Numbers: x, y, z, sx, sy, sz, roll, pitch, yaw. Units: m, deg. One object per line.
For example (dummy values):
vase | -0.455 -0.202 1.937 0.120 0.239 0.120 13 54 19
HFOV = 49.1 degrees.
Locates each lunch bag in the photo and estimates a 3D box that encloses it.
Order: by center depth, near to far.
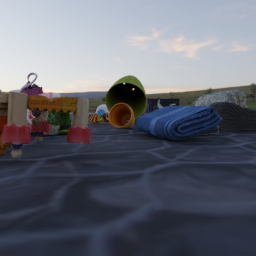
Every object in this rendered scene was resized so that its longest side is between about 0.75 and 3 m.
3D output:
lunch bag | 4.148 -0.856 12.805 1.772 1.472 2.112 -24 15 -33

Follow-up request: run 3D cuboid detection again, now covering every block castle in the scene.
block castle | -1.569 -0.070 4.490 1.303 0.915 1.950 2 4 -38

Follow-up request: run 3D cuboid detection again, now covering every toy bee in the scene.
toy bee | -1.061 -0.471 12.383 1.410 0.766 0.923 -32 -30 26

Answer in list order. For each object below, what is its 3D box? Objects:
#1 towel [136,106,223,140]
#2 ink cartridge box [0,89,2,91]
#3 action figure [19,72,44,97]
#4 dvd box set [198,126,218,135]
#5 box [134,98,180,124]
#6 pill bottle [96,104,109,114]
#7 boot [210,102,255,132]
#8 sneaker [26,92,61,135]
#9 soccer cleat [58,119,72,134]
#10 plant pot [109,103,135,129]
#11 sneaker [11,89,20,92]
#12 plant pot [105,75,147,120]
towel | 1.066 -0.122 6.678 1.257 0.547 2.252 -19 10 -14
ink cartridge box | -4.490 -0.630 9.359 0.853 1.328 0.832 0 4 4
action figure | -3.484 -0.806 8.782 1.887 1.405 1.264 -22 29 -31
dvd box set | 1.678 0.027 7.764 1.013 0.204 1.385 -4 5 -17
box | 1.195 -0.703 11.995 1.833 1.120 0.972 0 4 -6
pill bottle | -1.444 -0.965 17.243 0.970 0.970 1.731 0 5 1
boot | 2.972 -0.428 9.497 2.134 0.850 2.589 11 5 -18
sneaker | -2.686 -0.339 7.300 1.430 1.029 2.735 2 -4 -30
soccer cleat | -1.726 -0.097 7.677 0.410 0.492 1.214 -1 4 -11
plant pot | -0.132 -0.359 9.834 0.864 0.864 0.791 1 -11 21
sneaker | -4.099 -0.817 10.746 2.524 0.888 1.011 28 29 29
plant pot | 0.011 -1.339 10.596 1.515 1.515 1.619 0 32 7
